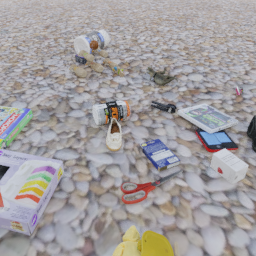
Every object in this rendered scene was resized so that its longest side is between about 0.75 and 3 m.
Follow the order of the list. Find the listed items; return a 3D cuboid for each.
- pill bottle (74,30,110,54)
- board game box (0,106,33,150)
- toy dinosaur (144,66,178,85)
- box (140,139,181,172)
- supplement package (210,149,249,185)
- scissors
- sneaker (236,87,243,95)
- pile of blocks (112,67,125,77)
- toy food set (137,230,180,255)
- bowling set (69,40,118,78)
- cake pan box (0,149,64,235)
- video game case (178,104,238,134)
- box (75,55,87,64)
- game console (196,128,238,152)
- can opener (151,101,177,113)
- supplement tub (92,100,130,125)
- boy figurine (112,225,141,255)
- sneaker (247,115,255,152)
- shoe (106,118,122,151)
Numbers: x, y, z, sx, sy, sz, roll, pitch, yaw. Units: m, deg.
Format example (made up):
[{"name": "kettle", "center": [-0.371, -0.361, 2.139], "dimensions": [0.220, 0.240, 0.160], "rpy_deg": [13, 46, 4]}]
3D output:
[{"name": "pill bottle", "center": [-2.351, -5.685, 18.634], "dimensions": [1.335, 1.335, 2.346], "rpy_deg": [21, 40, 27]}, {"name": "board game box", "center": [-5.415, 0.067, 11.195], "dimensions": [1.993, 0.431, 2.961], "rpy_deg": [5, 35, 9]}, {"name": "toy dinosaur", "center": [1.836, -2.607, 14.910], "dimensions": [1.096, 0.825, 2.144], "rpy_deg": [-28, 48, -18]}, {"name": "box", "center": [1.124, 0.941, 10.104], "dimensions": [0.871, 0.233, 1.438], "rpy_deg": [-16, 39, -22]}, {"name": "supplement package", "center": [3.339, 1.266, 9.311], "dimensions": [0.601, 0.609, 1.004], "rpy_deg": [-19, 39, -25]}, {"name": "scissors", "center": [0.862, 1.865, 8.900], "dimensions": [2.330, 0.162, 0.852], "rpy_deg": [-10, 34, -15]}, {"name": "sneaker", "center": [5.648, -1.881, 14.103], "dimensions": [0.337, 0.284, 0.770], "rpy_deg": [1, 30, 13]}, {"name": "pile of blocks", "center": [-0.505, -3.291, 15.970], "dimensions": [0.354, 0.468, 1.140], "rpy_deg": [-22, 40, -28]}, {"name": "toy food set", "center": [0.679, 3.014, 6.763], "dimensions": [1.365, 0.446, 0.803], "rpy_deg": [33, 33, -30]}, {"name": "bowling set", "center": [-1.967, -4.197, 16.097], "dimensions": [2.811, 1.956, 1.509], "rpy_deg": [-18, 37, -30]}, {"name": "cake pan box", "center": [-3.533, 1.756, 8.399], "dimensions": [2.551, 0.667, 2.350], "rpy_deg": [10, 38, 10]}, {"name": "video game case", "center": [3.378, -0.462, 11.929], "dimensions": [1.728, 0.222, 1.900], "rpy_deg": [-15, 36, -31]}, {"name": "box", "center": [-2.823, -4.335, 17.509], "dimensions": [0.791, 0.413, 0.586], "rpy_deg": [22, 40, 29]}, {"name": "game console", "center": [3.410, 0.416, 10.881], "dimensions": [1.242, 0.218, 1.405], "rpy_deg": [-7, 36, -9]}, {"name": "can opener", "center": [1.599, -0.936, 12.670], "dimensions": [1.196, 0.379, 0.470], "rpy_deg": [12, 20, 13]}, {"name": "supplement tub", "center": [-0.707, -0.686, 11.867], "dimensions": [1.457, 0.893, 0.893], "rpy_deg": [-14, 37, -18]}, {"name": "boy figurine", "center": [0.074, 3.113, 6.729], "dimensions": [1.015, 0.526, 1.632], "rpy_deg": [3, 33, -9]}, {"name": "sneaker", "center": [5.201, 0.280, 10.760], "dimensions": [0.929, 0.777, 2.046], "rpy_deg": [12, 43, 1]}, {"name": "shoe", "center": [-0.553, 0.239, 10.908], "dimensions": [0.608, 0.464, 1.740], "rpy_deg": [-1, 35, -1]}]
